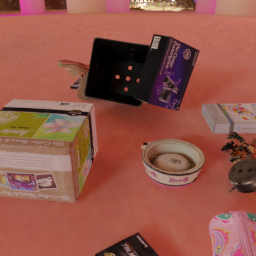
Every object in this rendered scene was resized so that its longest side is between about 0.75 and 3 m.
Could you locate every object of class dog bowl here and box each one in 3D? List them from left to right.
[{"bbox_3d":[1.380,1.122,8.741,1.923,0.709,1.923,0,28,0],"label":"dog bowl"}]

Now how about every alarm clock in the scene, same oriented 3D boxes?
[{"bbox_3d":[3.517,1.234,8.158,1.045,0.516,1.550,-15,27,48],"label":"alarm clock"}]

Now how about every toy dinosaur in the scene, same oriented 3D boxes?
[{"bbox_3d":[3.889,0.768,9.582,1.151,0.866,1.695,40,27,30],"label":"toy dinosaur"}]

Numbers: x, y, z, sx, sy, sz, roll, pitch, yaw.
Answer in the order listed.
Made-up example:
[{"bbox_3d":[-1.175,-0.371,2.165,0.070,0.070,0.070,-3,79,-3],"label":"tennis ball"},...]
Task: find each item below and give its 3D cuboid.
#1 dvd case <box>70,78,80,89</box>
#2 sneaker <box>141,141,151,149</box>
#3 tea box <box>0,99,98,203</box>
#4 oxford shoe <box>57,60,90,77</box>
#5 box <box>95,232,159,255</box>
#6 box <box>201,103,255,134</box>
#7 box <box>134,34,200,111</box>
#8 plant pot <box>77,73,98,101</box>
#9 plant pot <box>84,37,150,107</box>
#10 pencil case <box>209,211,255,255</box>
[{"bbox_3d":[-2.476,-2.533,15.994,1.137,0.140,1.594,6,29,10],"label":"dvd case"},{"bbox_3d":[0.861,0.641,10.024,0.755,0.320,0.275,4,27,5],"label":"sneaker"},{"bbox_3d":[-2.626,0.554,8.500,2.850,1.904,2.804,3,30,5],"label":"tea box"},{"bbox_3d":[-2.098,-2.265,10.827,0.573,0.597,1.619,24,15,33],"label":"oxford shoe"},{"bbox_3d":[0.075,2.912,5.921,1.179,0.295,1.188,-18,34,-27],"label":"box"},{"bbox_3d":[4.597,-0.433,11.785,2.520,0.519,1.965,1,29,0],"label":"box"},{"bbox_3d":[1.543,-2.142,11.135,1.818,2.576,1.016,8,15,-41],"label":"box"},{"bbox_3d":[-1.770,-2.345,14.214,1.699,1.482,1.699,1,27,-1],"label":"plant pot"},{"bbox_3d":[-0.227,-2.413,12.796,2.581,2.587,2.295,12,6,11],"label":"plant pot"},{"bbox_3d":[2.277,2.855,5.047,1.277,1.277,2.922,3,28,6],"label":"pencil case"}]
